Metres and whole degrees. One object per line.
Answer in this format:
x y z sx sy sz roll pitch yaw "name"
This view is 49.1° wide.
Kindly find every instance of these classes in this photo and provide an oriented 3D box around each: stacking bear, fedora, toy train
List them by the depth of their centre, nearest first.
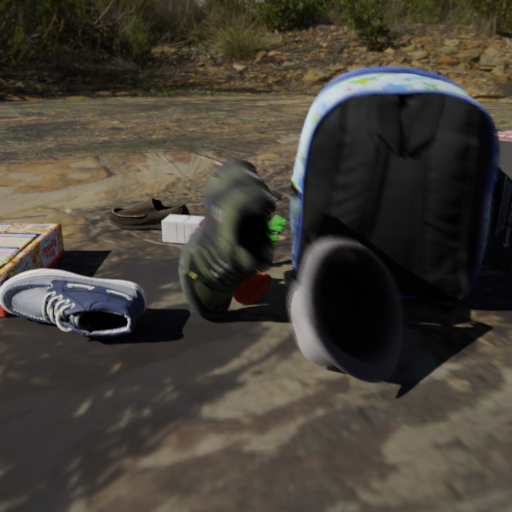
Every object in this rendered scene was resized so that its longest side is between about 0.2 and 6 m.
1.080 0.779 7.504 1.782 0.910 2.015 26 54 -25 "fedora"
-0.315 0.316 9.788 0.703 0.658 1.157 21 13 -27 "stacking bear"
0.258 -0.335 11.121 0.305 1.083 0.226 29 -19 -1 "toy train"

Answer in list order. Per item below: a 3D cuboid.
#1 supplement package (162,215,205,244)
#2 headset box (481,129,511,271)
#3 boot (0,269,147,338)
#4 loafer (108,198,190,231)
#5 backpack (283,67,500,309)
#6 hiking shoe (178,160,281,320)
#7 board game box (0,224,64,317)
-1.594 -0.589 12.475 0.873 0.512 0.510 4 21 12 "supplement package"
5.508 -1.277 11.457 3.358 2.496 1.260 -15 26 -37 "headset box"
-2.856 0.735 8.424 2.290 0.833 1.034 1 15 -1 "boot"
-2.508 -1.040 13.353 2.062 0.736 0.753 3 21 7 "loafer"
2.179 -1.282 9.375 3.213 3.511 2.580 4 32 7 "backpack"
-0.393 0.020 8.097 0.992 2.621 1.319 -3 34 -29 "hiking shoe"
-5.141 0.146 10.208 2.294 0.701 3.028 0 20 1 "board game box"
